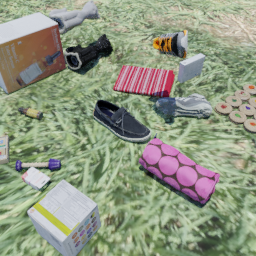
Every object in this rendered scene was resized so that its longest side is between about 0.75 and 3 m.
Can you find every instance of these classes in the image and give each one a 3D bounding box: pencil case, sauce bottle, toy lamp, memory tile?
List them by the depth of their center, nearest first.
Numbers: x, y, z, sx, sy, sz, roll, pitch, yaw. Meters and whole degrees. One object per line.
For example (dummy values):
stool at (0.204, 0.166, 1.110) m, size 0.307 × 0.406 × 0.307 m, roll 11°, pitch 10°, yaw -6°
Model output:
pencil case at (1.583, 1.221, 8.596) m, size 2.451 × 1.112 × 1.148 m, roll 33°, pitch 29°, yaw 26°
toy lamp at (-2.884, 1.181, 9.052) m, size 1.387 × 0.404 × 0.404 m, roll -1°, pitch 45°, yaw -2°
sauce bottle at (-3.786, -0.601, 10.859) m, size 0.991 × 0.321 × 0.321 m, roll 16°, pitch 47°, yaw 16°
memory tile at (4.957, -0.867, 11.189) m, size 2.607 × 0.219 × 1.998 m, roll -31°, pitch 53°, yaw -27°

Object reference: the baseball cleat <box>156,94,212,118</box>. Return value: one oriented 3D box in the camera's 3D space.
baseball cleat at (2.173, -0.926, 11.004) m, size 2.160 × 0.753 × 1.150 m, roll 12°, pitch 38°, yaw -1°

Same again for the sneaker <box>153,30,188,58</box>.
sneaker at (1.359, -2.643, 8.928) m, size 0.813 × 0.824 × 2.106 m, roll -1°, pitch 13°, yaw -7°

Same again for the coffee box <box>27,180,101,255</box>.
coffee box at (-1.583, 2.369, 7.267) m, size 1.246 × 1.244 × 1.232 m, roll 28°, pitch 52°, yaw 25°

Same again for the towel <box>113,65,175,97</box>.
towel at (0.751, -2.063, 12.337) m, size 2.464 × 0.277 × 1.782 m, roll 9°, pitch 48°, yaw 11°

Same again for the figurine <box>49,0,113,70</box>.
figurine at (-2.004, -4.465, 13.146) m, size 1.170 × 2.717 × 2.651 m, roll 3°, pitch 32°, yaw 44°

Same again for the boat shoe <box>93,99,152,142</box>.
boat shoe at (-0.272, -0.292, 10.231) m, size 2.543 × 0.791 × 0.949 m, roll 30°, pitch 51°, yaw 25°

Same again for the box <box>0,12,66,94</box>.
box at (-4.489, -3.288, 12.124) m, size 2.974 × 2.265 × 1.582 m, roll -33°, pitch 53°, yaw -28°

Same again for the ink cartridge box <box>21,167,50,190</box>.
ink cartridge box at (-2.837, 1.608, 8.706) m, size 0.816 × 0.275 × 0.475 m, roll 24°, pitch 50°, yaw 24°

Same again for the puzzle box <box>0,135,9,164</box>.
puzzle box at (-4.926, 0.865, 9.477) m, size 1.724 × 0.219 × 1.147 m, roll -12°, pitch 46°, yaw -12°

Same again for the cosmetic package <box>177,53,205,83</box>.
cosmetic package at (2.798, -2.650, 12.426) m, size 1.272 × 0.959 × 0.329 m, roll -27°, pitch 51°, yaw -25°
